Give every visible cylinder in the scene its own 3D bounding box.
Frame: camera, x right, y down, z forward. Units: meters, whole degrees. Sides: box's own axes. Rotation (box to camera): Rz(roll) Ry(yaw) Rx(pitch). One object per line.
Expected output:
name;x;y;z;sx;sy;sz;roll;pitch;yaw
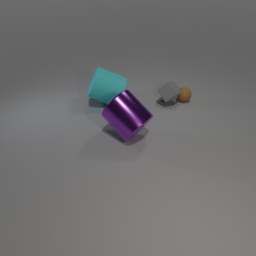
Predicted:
cylinder;-0.953;-1.852;12.697;1.400;1.400;1.400;20;29;-14
cylinder;-0.027;-0.457;10.393;1.400;1.400;1.400;47;45;5

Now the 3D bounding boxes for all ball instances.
ball;2.675;-1.605;13.357;0.700;0.700;0.700;0;32;0

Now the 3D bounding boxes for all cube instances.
cube;1.923;-1.676;12.869;0.700;0.700;0.700;59;29;7
